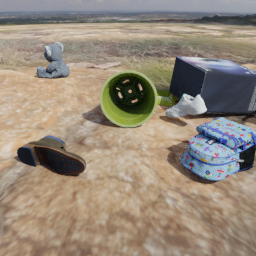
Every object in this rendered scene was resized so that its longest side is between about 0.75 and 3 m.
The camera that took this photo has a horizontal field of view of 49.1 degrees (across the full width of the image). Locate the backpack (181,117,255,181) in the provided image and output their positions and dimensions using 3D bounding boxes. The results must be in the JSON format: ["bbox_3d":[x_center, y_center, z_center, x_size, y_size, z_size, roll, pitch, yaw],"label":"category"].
[{"bbox_3d":[2.456,0.615,7.879,1.827,1.229,1.668,-17,32,-29],"label":"backpack"}]

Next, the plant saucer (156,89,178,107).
[{"bbox_3d":[1.538,-1.504,13.190,1.475,0.353,1.473,9,27,18],"label":"plant saucer"}]

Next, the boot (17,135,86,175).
[{"bbox_3d":[-2.010,0.658,8.198,2.309,0.862,1.119,10,30,23],"label":"boot"}]

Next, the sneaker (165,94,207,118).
[{"bbox_3d":[2.094,-0.868,10.540,1.782,0.789,0.671,-8,17,48],"label":"sneaker"}]

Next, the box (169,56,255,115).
[{"bbox_3d":[3.710,-1.898,12.023,2.854,1.773,2.878,-1,25,-16],"label":"box"}]

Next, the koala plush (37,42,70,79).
[{"bbox_3d":[-4.333,-4.036,16.560,1.783,1.940,1.721,10,27,19],"label":"koala plush"}]

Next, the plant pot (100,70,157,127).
[{"bbox_3d":[0.041,-1.301,11.062,2.095,2.095,1.989,1,17,1],"label":"plant pot"}]
